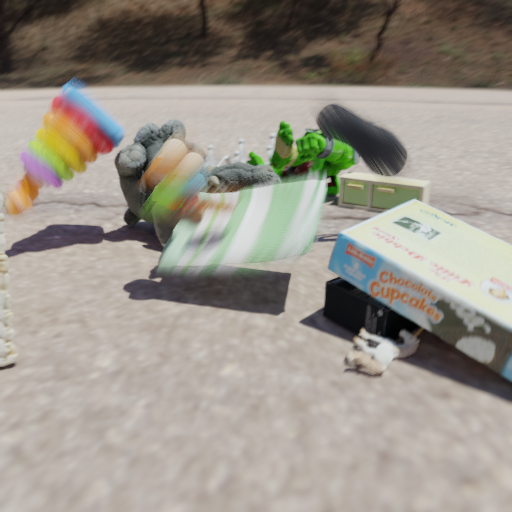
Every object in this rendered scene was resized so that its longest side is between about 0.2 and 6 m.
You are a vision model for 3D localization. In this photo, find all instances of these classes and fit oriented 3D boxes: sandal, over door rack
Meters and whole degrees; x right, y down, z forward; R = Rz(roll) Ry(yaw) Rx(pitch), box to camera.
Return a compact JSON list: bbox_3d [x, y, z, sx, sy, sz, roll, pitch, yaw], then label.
[{"bbox_3d":[1.911,-2.091,9.863,1.946,0.740,0.417,31,27,-27],"label":"sandal"},{"bbox_3d":[-0.276,-2.762,15.215,1.881,0.848,2.546,-7,11,12],"label":"over door rack"}]

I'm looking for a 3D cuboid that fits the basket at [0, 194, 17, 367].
[{"bbox_3d":[-4.196,0.120,6.555,1.950,2.403,2.424,-11,23,-37],"label":"basket"}]

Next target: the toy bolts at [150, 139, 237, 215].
[{"bbox_3d":[-0.860,-1.117,8.149,1.252,0.909,1.311,9,-1,-3],"label":"toy bolts"}]

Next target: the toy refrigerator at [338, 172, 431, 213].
[{"bbox_3d":[2.867,-1.390,12.664,1.924,0.730,0.673,12,24,27],"label":"toy refrigerator"}]

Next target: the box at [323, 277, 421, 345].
[{"bbox_3d":[1.823,0.581,7.743,1.502,0.592,1.060,-16,31,-37],"label":"box"}]

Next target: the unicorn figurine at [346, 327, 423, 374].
[{"bbox_3d":[1.539,1.122,6.772,0.694,0.373,1.010,21,42,23],"label":"unicorn figurine"}]

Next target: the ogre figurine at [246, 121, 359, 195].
[{"bbox_3d":[1.097,-2.227,13.600,2.015,3.362,1.649,0,63,-29],"label":"ogre figurine"}]

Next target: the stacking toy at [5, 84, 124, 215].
[{"bbox_3d":[-3.562,-1.680,9.815,2.405,1.320,1.396,-51,16,-8],"label":"stacking toy"}]

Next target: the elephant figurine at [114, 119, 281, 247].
[{"bbox_3d":[-1.137,-1.017,10.333,2.954,2.292,2.090,40,75,23],"label":"elephant figurine"}]

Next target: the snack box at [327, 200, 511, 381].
[{"bbox_3d":[2.850,0.458,6.889,3.458,0.642,2.009,33,36,31],"label":"snack box"}]

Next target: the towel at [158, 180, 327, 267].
[{"bbox_3d":[-0.172,-0.502,8.268,2.247,0.263,1.714,-3,41,20],"label":"towel"}]
